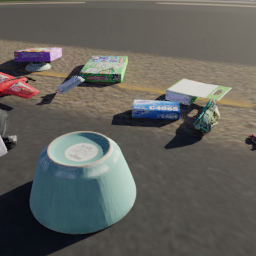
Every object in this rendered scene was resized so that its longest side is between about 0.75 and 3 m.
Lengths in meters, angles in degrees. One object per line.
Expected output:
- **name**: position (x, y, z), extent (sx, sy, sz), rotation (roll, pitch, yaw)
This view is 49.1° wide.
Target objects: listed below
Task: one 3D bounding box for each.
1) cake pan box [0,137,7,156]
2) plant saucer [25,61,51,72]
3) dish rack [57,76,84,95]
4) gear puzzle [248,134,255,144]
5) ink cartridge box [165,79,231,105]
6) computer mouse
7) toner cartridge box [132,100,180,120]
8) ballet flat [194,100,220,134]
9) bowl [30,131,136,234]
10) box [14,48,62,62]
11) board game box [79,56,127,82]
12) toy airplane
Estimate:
- **cake pan box**: position (-4.553, 0.591, 6.263), extent (2.445, 0.694, 2.654), rotation (23, 47, 36)
- **plant saucer**: position (-4.236, -2.947, 13.145), extent (1.155, 0.290, 1.155), rotation (0, 30, 0)
- **dish rack**: position (-2.185, -1.631, 10.401), extent (1.035, 0.225, 0.888), rotation (-36, 26, -15)
- **gear puzzle**: position (4.049, 0.254, 7.654), extent (1.346, 0.176, 0.697), rotation (-7, 31, -13)
- **ink cartridge box**: position (2.484, -1.219, 9.943), extent (1.904, 0.457, 1.386), rotation (19, 35, 30)
- **computer mouse**: position (-3.817, -0.058, 7.818), extent (1.437, 0.547, 2.076), rotation (-8, 31, -12)
- **toner cartridge box**: position (0.899, -0.592, 8.986), extent (1.486, 0.321, 0.706), rotation (3, 30, 5)
- **ballet flat**: position (2.438, -0.314, 8.403), extent (0.629, 0.629, 1.694), rotation (15, 35, 24)
- **bowl**: position (-0.925, 0.852, 5.642), extent (2.205, 1.153, 2.205), rotation (0, 29, 0)
- **box**: position (-4.333, -3.634, 13.772), extent (1.658, 0.474, 2.423), rotation (0, 20, -1)
- **board game box**: position (-1.021, -2.718, 12.638), extent (1.781, 0.385, 2.647), rotation (3, 30, 5)
- **toy airplane**: position (-4.633, -1.303, 10.000), extent (2.993, 0.551, 2.993), rotation (3, 33, -2)
